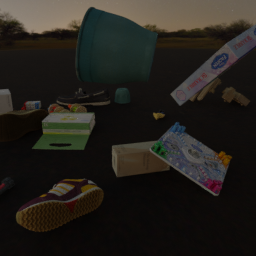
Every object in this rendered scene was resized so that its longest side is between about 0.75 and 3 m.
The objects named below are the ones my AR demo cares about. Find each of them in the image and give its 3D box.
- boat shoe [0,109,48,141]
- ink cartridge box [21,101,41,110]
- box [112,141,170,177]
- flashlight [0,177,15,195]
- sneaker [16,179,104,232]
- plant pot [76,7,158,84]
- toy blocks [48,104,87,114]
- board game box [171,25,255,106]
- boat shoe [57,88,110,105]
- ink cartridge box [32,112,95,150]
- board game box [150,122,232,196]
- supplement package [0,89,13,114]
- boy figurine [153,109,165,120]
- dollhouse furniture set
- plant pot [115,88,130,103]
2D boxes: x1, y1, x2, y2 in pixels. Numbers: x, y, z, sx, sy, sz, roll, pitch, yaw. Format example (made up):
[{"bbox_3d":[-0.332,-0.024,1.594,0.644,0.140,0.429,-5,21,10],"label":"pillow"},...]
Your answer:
[{"bbox_3d":[-4.261,-0.137,10.421,0.900,0.994,2.789,5,12,31],"label":"boat shoe"},{"bbox_3d":[-4.788,-1.114,13.795,0.886,0.298,0.515,-2,20,-5],"label":"ink cartridge box"},{"bbox_3d":[0.374,0.851,7.954,1.572,0.747,0.611,-7,23,-14],"label":"box"},{"bbox_3d":[-3.188,1.507,6.820,0.310,0.308,0.911,3,22,15],"label":"flashlight"},{"bbox_3d":[-1.520,1.590,6.092,1.921,0.720,0.866,-5,21,-39],"label":"sneaker"},{"bbox_3d":[-0.287,-2.730,10.078,2.467,2.625,2.625,12,21,3],"label":"plant pot"},{"bbox_3d":[-2.793,-0.801,12.555,1.352,0.589,1.622,-15,25,-34],"label":"toy blocks"},{"bbox_3d":[3.061,-2.109,9.054,2.764,0.569,2.757,-35,-4,-32],"label":"board game box"},{"bbox_3d":[-2.302,-1.668,14.462,2.747,0.862,0.998,-1,21,-1],"label":"boat shoe"},{"bbox_3d":[-2.298,0.033,10.400,1.818,0.599,2.499,1,19,2],"label":"ink cartridge box"},{"bbox_3d":[1.834,0.718,7.777,2.021,0.261,2.021,34,31,13],"label":"board game box"},{"bbox_3d":[-6.163,-1.050,12.506,1.795,1.088,1.075,-10,23,-25],"label":"supplement package"},{"bbox_3d":[1.357,-0.598,12.482,0.529,0.274,0.850,13,22,24],"label":"boy figurine"},{"bbox_3d":[4.710,-1.528,14.814,2.069,1.685,1.967,31,13,-18],"label":"dollhouse furniture set"},{"bbox_3d":[-0.297,-1.757,14.963,0.860,0.690,0.860,-1,20,0],"label":"plant pot"}]
